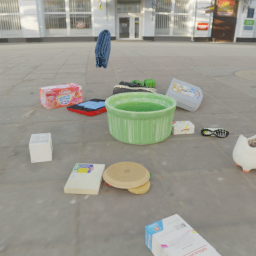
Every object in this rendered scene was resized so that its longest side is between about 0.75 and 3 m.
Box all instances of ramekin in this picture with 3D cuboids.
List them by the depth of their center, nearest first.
[{"bbox_3d":[0.479,-0.423,10.998,2.733,1.335,2.733,0,22,0],"label":"ramekin"}]

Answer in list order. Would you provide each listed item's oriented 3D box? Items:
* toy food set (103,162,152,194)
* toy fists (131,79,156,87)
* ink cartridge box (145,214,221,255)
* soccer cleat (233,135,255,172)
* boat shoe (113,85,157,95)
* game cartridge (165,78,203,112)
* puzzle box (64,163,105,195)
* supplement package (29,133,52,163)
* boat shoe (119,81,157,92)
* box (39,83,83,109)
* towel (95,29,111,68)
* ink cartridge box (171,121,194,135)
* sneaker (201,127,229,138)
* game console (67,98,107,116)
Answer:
[{"bbox_3d":[-0.016,1.360,7.935,1.363,0.332,1.349,3,22,7],"label":"toy food set"},{"bbox_3d":[0.988,-2.820,18.035,1.659,0.570,0.846,-5,15,-8],"label":"toy fists"},{"bbox_3d":[1.035,2.339,5.294,0.823,0.485,1.429,-12,25,-26],"label":"ink cartridge box"},{"bbox_3d":[4.672,0.653,8.603,2.952,1.145,1.023,-4,22,-11],"label":"soccer cleat"},{"bbox_3d":[0.369,-1.720,15.389,2.562,0.931,0.803,11,67,13],"label":"boat shoe"},{"bbox_3d":[2.996,-1.785,14.770,1.841,0.574,2.765,18,31,7],"label":"game cartridge"},{"bbox_3d":[-1.193,1.420,7.993,0.909,0.174,1.367,1,22,4],"label":"puzzle box"},{"bbox_3d":[-2.870,0.644,9.277,0.646,0.651,0.857,-5,22,-12],"label":"supplement package"},{"bbox_3d":[0.468,-2.303,16.112,2.464,0.767,0.919,8,-18,24],"label":"boat shoe"},{"bbox_3d":[-3.506,-1.713,14.721,1.997,0.945,1.025,-15,26,-33],"label":"box"},{"bbox_3d":[-1.183,-3.655,13.152,0.586,1.348,2.414,13,-2,-3],"label":"towel"},{"bbox_3d":[2.190,-0.023,11.336,0.837,0.349,0.607,-3,22,-7],"label":"ink cartridge box"},{"bbox_3d":[3.395,0.128,10.949,1.068,0.395,0.432,8,20,15],"label":"sneaker"},{"bbox_3d":[-1.767,-1.116,14.108,1.819,0.319,2.056,17,27,35],"label":"game console"}]
